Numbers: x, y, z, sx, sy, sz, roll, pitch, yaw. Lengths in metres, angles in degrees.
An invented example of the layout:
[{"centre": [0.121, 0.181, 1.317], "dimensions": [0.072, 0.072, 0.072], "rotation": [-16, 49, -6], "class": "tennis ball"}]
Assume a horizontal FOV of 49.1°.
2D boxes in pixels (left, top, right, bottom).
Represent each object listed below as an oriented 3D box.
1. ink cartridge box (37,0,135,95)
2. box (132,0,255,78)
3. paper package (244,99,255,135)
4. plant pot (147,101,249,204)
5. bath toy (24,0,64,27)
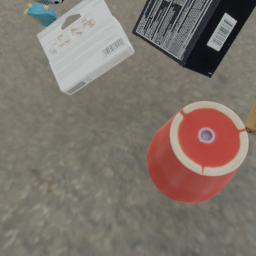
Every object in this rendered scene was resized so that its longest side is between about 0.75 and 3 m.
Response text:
[{"centre": [-1.057, -2.017, 6.720], "dimensions": [1.945, 0.435, 1.714], "rotation": [-30, 75, 14], "class": "ink cartridge box"}, {"centre": [1.634, -2.895, 7.193], "dimensions": [1.407, 2.283, 2.265], "rotation": [7, 30, -44], "class": "box"}, {"centre": [3.249, -0.259, 6.358], "dimensions": [0.916, 0.497, 0.961], "rotation": [21, 83, 31], "class": "paper package"}, {"centre": [1.360, 0.431, 5.544], "dimensions": [1.931, 1.709, 1.931], "rotation": [0, 70, 0], "class": "plant pot"}, {"centre": [-2.071, -4.459, 8.037], "dimensions": [1.262, 1.072, 2.902], "rotation": [20, 91, 16], "class": "bath toy"}]
